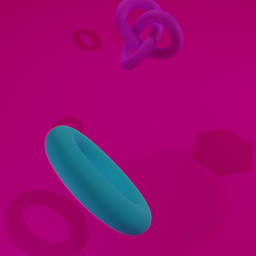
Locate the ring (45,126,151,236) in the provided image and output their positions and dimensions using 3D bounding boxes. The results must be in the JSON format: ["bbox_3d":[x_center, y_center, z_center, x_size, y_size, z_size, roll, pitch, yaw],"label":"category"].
[{"bbox_3d":[-0.416,0.733,4.139,0.398,1.990,1.990,-44,64,1],"label":"ring"}]

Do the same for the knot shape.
[{"bbox_3d":[0.370,-1.630,4.915,1.248,1.333,0.616,16,12,29],"label":"knot shape"}]
